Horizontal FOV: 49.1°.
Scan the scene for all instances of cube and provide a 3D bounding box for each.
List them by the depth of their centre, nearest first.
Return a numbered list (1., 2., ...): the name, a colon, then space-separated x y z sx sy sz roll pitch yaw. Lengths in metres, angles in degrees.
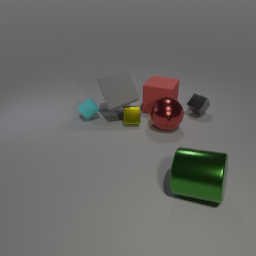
1. cube: 0.159 -0.576 12.153 0.700 0.700 0.700 -3 10 -3
2. cube: -0.421 -1.649 12.338 1.400 1.400 1.400 -21 3 -1
3. cube: 3.218 -1.069 12.774 0.700 0.700 0.700 35 87 30
4. cube: 1.562 -1.536 13.299 1.400 1.400 1.400 11 31 18

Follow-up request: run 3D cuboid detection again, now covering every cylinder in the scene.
1. cylinder: 2.072 1.327 8.069 1.400 1.400 1.400 6 29 24
2. cylinder: -1.739 -0.866 12.419 0.700 0.700 0.700 -39 33 4

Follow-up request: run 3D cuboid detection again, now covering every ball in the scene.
1. ball: 1.613 -0.588 11.649 1.400 1.400 1.400 0 29 0
